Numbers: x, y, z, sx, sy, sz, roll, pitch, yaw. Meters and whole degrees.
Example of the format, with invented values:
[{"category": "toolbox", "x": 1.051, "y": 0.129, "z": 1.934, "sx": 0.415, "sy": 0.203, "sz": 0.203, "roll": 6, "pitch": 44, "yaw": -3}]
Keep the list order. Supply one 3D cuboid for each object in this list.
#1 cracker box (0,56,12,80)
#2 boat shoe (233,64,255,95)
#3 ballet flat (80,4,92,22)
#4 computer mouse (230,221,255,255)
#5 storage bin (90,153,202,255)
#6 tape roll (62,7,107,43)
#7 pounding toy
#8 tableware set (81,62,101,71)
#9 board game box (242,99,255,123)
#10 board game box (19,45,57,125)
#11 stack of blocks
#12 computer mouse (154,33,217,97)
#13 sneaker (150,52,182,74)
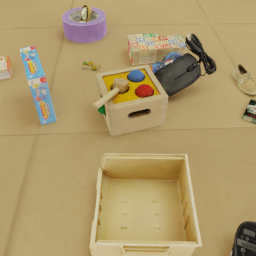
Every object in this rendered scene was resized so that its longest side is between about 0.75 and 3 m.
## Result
[{"category": "cracker box", "x": -5.682, "y": -2.398, "z": 11.516, "sx": 1.626, "sy": 0.469, "sz": 1.089, "roll": -11, "pitch": 47, "yaw": -11}, {"category": "boat shoe", "x": 4.631, "y": -1.935, "z": 11.028, "sx": 0.580, "sy": 0.522, "sz": 1.608, "roll": -6, "pitch": 46, "yaw": -5}, {"category": "ballet flat", "x": -2.178, "y": -5.240, "z": 13.684, "sx": 0.564, "sy": 0.518, "sz": 1.644, "roll": 6, "pitch": 83, "yaw": 18}, {"category": "computer mouse", "x": 2.268, "y": 3.147, "z": 6.131, "sx": 1.651, "sy": 0.541, "sz": 2.352, "roll": 12, "pitch": 56, "yaw": 10}, {"category": "storage bin", "x": 0.345, "y": 1.887, "z": 6.900, "sx": 2.360, "sy": 1.114, "sz": 2.377, "roll": 1, "pitch": 46, "yaw": 0}, {"category": "tape roll", "x": -2.142, "y": -5.138, "z": 13.888, "sx": 2.130, "sy": 0.905, "sz": 2.130, "roll": 0, "pitch": 45, "yaw": 0}, {"category": "pounding toy", "x": -0.127, "y": -0.997, "z": 9.255, "sx": 2.469, "sy": 1.755, "sz": 2.273, "roll": -13, "pitch": 47, "yaw": -12}, {"category": "tableware set", "x": -1.589, "y": -2.658, "z": 12.032, "sx": 0.828, "sy": 0.127, "sz": 0.558, "roll": 8, "pitch": 43, "yaw": 9}, {"category": "board game box", "x": 5.081, "y": -0.336, "z": 9.697, "sx": 1.967, "sy": 0.231, "sz": 1.031, "roll": 24, "pitch": 48, "yaw": 22}, {"category": "board game box", "x": -3.071, "y": -1.458, "z": 9.580, "sx": 0.545, "sy": 1.950, "sz": 1.910, "roll": -16, "pitch": 47, "yaw": -15}, {"category": "stack of blocks", "x": 1.258, "y": -3.585, "z": 12.499, "sx": 2.421, "sy": 0.709, "sz": 1.394, "roll": -6, "pitch": 46, "yaw": -6}, {"category": "computer mouse", "x": 1.891, "y": -2.045, "z": 10.170, "sx": 2.523, "sy": 1.747, "sz": 0.665, "roll": -38, "pitch": 15, "yaw": 7}, {"category": "sneaker", "x": 1.661, "y": -2.540, "z": 11.640, "sx": 1.775, "sy": 0.669, "sz": 0.696, "roll": -37, "pitch": 68, "yaw": -23}]
